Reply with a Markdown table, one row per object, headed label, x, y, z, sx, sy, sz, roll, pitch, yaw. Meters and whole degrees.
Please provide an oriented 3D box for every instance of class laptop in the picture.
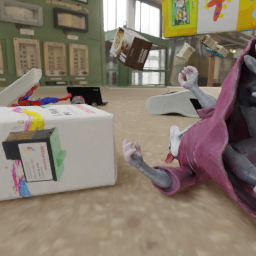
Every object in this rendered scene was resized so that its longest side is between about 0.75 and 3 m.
| label | x | y | z | sx | sy | sz | roll | pitch | yaw |
| --- | --- | --- | --- | --- | --- | --- | --- | --- | --- |
| laptop | 3.049 | -0.604 | 9.397 | 1.519 | 0.785 | 1.347 | -5 | 12 | -24 |
| laptop | -2.105 | -1.725 | 14.904 | 1.759 | 1.025 | 1.985 | 2 | 11 | 8 |

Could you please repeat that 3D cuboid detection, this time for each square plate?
| label | x | y | z | sx | sy | sz | roll | pitch | yaw |
| --- | --- | --- | --- | --- | --- | --- | --- | --- | --- |
| square plate | -4.085 | -1.090 | 9.726 | 2.700 | 0.388 | 2.726 | -39 | 16 | -3 |

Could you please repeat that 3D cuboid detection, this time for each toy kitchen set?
| label | x | y | z | sx | sy | sz | roll | pitch | yaw |
| --- | --- | --- | --- | --- | --- | --- | --- | --- | --- |
| toy kitchen set | 2.397 | -2.527 | 9.374 | 1.362 | 1.091 | 0.802 | 28 | 16 | -26 |

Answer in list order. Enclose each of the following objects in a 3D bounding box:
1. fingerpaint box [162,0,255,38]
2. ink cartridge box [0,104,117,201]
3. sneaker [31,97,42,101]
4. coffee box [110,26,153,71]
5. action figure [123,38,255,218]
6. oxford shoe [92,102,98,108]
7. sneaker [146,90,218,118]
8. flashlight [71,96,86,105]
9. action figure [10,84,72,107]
| label | x | y | z | sx | sy | sz | roll | pitch | yaw |
| --- | --- | --- | --- | --- | --- | --- | --- | --- | --- |
| fingerpaint box | 1.638 | -2.895 | 4.539 | 2.163 | 2.592 | 0.951 | 11 | 22 | 44 |
| ink cartridge box | -1.552 | 0.238 | 4.068 | 2.408 | 1.011 | 1.743 | -4 | 11 | -21 |
| sneaker | -5.003 | -1.403 | 14.718 | 0.408 | 0.448 | 1.093 | 8 | 13 | 36 |
| coffee box | 0.079 | -3.207 | 11.227 | 0.823 | 1.165 | 2.061 | 10 | 25 | -26 |
| action figure | 1.176 | 0.182 | 3.434 | 2.012 | 1.810 | 2.702 | 36 | -15 | 3 |
| oxford shoe | -1.596 | -1.115 | 13.550 | 0.294 | 0.301 | 0.825 | -2 | 11 | -12 |
| sneaker | 2.299 | -1.032 | 10.924 | 2.930 | 1.036 | 1.453 | 2 | 14 | 35 |
| flashlight | -2.128 | -0.989 | 11.957 | 0.663 | 0.666 | 1.960 | -26 | 13 | -2 |
| action figure | -2.978 | -0.989 | 10.538 | 1.389 | 0.916 | 2.807 | -22 | -5 | 38 |
